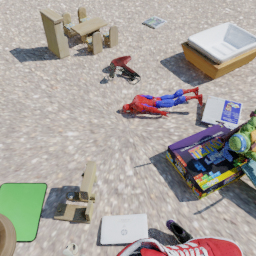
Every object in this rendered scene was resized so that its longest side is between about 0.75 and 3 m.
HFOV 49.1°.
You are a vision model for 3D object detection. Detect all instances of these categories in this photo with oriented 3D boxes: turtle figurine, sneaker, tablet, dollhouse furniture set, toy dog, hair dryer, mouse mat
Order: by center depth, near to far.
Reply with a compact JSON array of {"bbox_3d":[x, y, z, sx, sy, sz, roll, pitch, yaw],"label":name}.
[{"bbox_3d":[0.988,2.571,5.263,2.829,1.591,1.008,-8,62,-5],"label":"sneaker"},{"bbox_3d":[-1.378,2.830,5.907,0.931,0.449,0.614,-29,54,-24],"label":"toy dog"},{"bbox_3d":[1.189,2.370,6.184,0.819,0.359,0.310,41,78,-5],"label":"sneaker"},{"bbox_3d":[-0.084,2.327,6.491,1.076,0.073,0.700,-5,41,5],"label":"tablet"},{"bbox_3d":[-1.273,1.491,6.683,0.898,1.102,1.048,5,46,5],"label":"dollhouse furniture set"},{"bbox_3d":[3.792,0.173,6.882,2.417,2.493,1.794,-6,54,-45],"label":"turtle figurine"},{"bbox_3d":[-2.731,2.031,6.900,1.255,0.059,1.559,0,49,0],"label":"mouse mat"},{"bbox_3d":[-0.115,-2.228,10.601,1.189,0.424,1.562,14,51,-11],"label":"hair dryer"},{"bbox_3d":[-2.051,-4.174,11.402,2.523,1.642,2.317,-33,56,-26],"label":"dollhouse furniture set"}]

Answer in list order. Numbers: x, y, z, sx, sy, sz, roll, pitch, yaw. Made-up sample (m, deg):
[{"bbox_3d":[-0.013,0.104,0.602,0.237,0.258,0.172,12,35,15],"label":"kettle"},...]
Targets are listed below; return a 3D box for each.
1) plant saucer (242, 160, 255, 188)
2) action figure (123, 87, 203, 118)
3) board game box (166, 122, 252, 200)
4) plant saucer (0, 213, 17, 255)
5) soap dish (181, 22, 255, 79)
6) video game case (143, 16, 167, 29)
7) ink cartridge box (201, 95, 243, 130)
[{"bbox_3d":[3.619,1.668,6.789,0.726,0.197,2.076,-24,67,-19],"label":"plant saucer"},{"bbox_3d":[1.079,-0.815,9.089,2.525,0.653,0.826,-6,43,1],"label":"action figure"},{"bbox_3d":[2.281,0.818,7.655,1.921,0.545,1.588,-22,53,-19],"label":"board game box"},{"bbox_3d":[-3.395,2.637,6.193,1.753,0.258,1.753,0,50,0],"label":"plant saucer"},{"bbox_3d":[3.588,-2.990,10.755,2.511,1.020,1.976,-27,53,-21],"label":"soap dish"},{"bbox_3d":[1.269,-4.970,13.153,0.789,0.101,0.868,35,57,28],"label":"video game case"},{"bbox_3d":[2.994,-0.449,8.967,1.123,0.267,1.136,17,61,13],"label":"ink cartridge box"}]
